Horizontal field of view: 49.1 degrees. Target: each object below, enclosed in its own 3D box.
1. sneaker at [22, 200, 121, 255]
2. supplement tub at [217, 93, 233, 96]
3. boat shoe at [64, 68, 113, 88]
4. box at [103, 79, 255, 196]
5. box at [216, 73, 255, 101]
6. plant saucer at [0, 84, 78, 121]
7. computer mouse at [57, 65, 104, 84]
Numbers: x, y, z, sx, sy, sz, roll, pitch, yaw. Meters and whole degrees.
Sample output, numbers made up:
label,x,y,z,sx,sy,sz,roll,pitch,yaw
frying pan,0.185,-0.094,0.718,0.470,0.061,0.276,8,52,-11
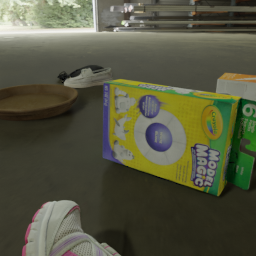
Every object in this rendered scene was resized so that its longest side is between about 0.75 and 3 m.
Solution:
label,x,y,z,sx,sy,sz,roll,pitch,yaw
sneaker,-0.205,1.572,2.273,1.132,1.044,2.566,-7,32,-18
supplement tub,1.702,-0.323,6.732,1.638,1.004,1.004,-5,23,-12
boat shoe,-1.565,-2.071,11.319,2.090,0.716,0.752,-10,25,-23
box,0.790,0.108,4.883,2.701,1.585,0.653,13,21,29
box,3.831,-1.170,8.941,1.778,0.867,1.106,12,25,26
plant saucer,-3.033,-0.849,8.757,2.939,0.433,2.939,1,23,0
computer mouse,-1.895,-2.433,12.359,2.258,0.595,1.564,-10,24,-24
